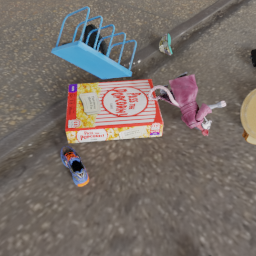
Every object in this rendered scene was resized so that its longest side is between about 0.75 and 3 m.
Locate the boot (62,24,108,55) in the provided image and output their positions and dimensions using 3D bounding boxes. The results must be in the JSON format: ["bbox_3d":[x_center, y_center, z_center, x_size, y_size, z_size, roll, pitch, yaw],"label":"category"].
[{"bbox_3d":[-1.997,-3.638,11.900,1.708,0.776,2.032,-16,54,-21],"label":"boot"}]

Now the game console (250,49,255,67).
[{"bbox_3d":[5.839,-2.217,10.846,1.651,0.337,2.799,4,46,4],"label":"game console"}]

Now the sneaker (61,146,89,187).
[{"bbox_3d":[-1.455,0.930,7.646,0.514,0.536,1.366,-25,51,-24],"label":"sneaker"}]

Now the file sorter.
[{"bbox_3d":[-0.466,-1.224,4.183,0.700,1.008,0.619,4,78,46],"label":"file sorter"}]

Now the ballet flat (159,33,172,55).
[{"bbox_3d":[1.613,-3.534,12.093,0.546,0.546,1.517,2,46,2],"label":"ballet flat"}]

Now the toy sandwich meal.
[{"bbox_3d":[2.762,-0.259,5.709,1.222,1.222,0.418,-7,6,-7],"label":"toy sandwich meal"}]

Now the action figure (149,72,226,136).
[{"bbox_3d":[1.856,-0.645,8.467,1.523,1.370,2.045,-17,75,-33],"label":"action figure"}]

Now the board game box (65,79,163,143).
[{"bbox_3d":[-0.481,-0.603,9.034,2.866,0.664,2.171,-5,46,-5],"label":"board game box"}]
